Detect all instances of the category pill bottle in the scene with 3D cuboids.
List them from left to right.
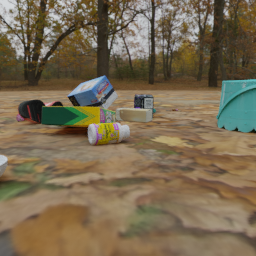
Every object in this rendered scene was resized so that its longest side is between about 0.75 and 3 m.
[{"bbox_3d":[-0.540,0.148,8.020,1.123,0.585,0.585,-4,11,-23],"label":"pill bottle"}]

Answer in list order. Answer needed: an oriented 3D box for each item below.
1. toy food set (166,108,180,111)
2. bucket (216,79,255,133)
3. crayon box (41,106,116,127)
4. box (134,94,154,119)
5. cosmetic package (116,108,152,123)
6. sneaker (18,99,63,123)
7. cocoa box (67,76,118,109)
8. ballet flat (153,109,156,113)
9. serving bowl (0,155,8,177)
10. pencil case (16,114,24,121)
[{"bbox_3d":[2.673,-1.069,16.485,0.805,0.127,0.512,-5,11,-26],"label":"toy food set"},{"bbox_3d":[4.752,-0.914,10.514,2.746,1.787,2.746,-3,10,1],"label":"bucket"},{"bbox_3d":[-1.615,-0.362,9.885,1.958,0.662,2.270,3,0,10],"label":"crayon box"},{"bbox_3d":[0.759,-1.088,13.760,0.930,1.072,1.753,1,11,1],"label":"box"},{"bbox_3d":[0.277,-0.582,12.453,1.480,0.526,0.779,4,11,24],"label":"cosmetic package"},{"bbox_3d":[-3.990,-0.652,12.340,1.185,1.007,2.733,-8,0,21],"label":"sneaker"},{"bbox_3d":[-1.620,-1.439,12.733,1.785,1.171,1.190,-7,34,43],"label":"cocoa box"},{"bbox_3d":[1.095,-0.913,15.114,0.924,0.315,0.311,-6,3,-37],"label":"ballet flat"},{"bbox_3d":[-2.732,0.784,4.889,1.183,0.389,1.183,1,10,0],"label":"serving bowl"},{"bbox_3d":[-4.784,-0.513,12.618,0.376,0.376,0.859,-2,11,-12],"label":"pencil case"}]
